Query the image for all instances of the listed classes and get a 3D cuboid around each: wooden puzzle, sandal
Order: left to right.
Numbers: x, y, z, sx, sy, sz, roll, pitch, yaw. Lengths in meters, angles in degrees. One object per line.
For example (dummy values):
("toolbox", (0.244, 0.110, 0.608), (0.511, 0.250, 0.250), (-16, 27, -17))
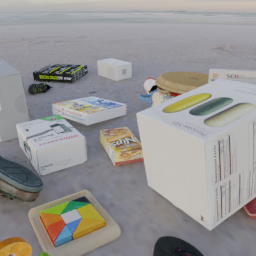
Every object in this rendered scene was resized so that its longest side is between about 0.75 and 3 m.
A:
("wooden puzzle", (-0.991, 1.658, 5.018), (1.278, 0.257, 1.381), (-14, 29, -29))
("sandal", (0.925, 2.150, 3.659), (0.801, 0.510, 2.130), (-6, 26, -12))

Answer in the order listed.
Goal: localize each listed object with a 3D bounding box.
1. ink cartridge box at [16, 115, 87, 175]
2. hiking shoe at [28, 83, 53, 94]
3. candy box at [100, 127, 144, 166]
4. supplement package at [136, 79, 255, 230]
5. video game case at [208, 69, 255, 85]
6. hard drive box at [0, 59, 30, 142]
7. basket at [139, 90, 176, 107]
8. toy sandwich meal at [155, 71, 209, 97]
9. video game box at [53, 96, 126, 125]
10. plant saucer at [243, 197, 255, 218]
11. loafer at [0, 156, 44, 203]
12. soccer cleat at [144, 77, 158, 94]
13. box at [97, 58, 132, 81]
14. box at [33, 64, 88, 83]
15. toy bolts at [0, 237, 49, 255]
("ink cartridge box", (-1.980, 0.362, 7.230), (1.257, 0.724, 1.723), (-16, 29, -31))
("hiking shoe", (-3.772, -1.712, 12.029), (0.566, 0.425, 1.124), (9, 25, 26))
("candy box", (-0.174, 0.449, 7.437), (0.813, 0.389, 1.408), (-8, 25, -18))
("supplement package", (1.740, 0.305, 5.580), (2.387, 1.798, 1.811), (-24, 28, -26))
("video game case", (3.120, -0.652, 7.903), (1.774, 1.946, 0.214), (6, 22, 17))
("hard drive box", (-3.930, -0.964, 8.694), (0.935, 1.898, 2.436), (-17, 29, -31))
("basket", (1.175, -0.947, 9.788), (1.171, 0.924, 1.328), (-7, 29, -26))
("toy sandwich meal", (2.282, -1.267, 9.799), (2.868, 0.982, 2.868), (3, 23, -1))
("video game box", (-1.276, -0.638, 9.492), (1.706, 0.438, 1.872), (14, 21, 36))
("plant saucer", (2.936, 1.190, 5.741), (1.652, 0.303, 1.648), (-11, 25, 1))
("loafer", (-2.826, 1.052, 5.971), (2.612, 0.822, 0.939), (21, 1, 31))
("soccer cleat", (1.792, -1.714, 11.771), (2.239, 0.768, 0.954), (0, 40, -4))
("box", (-0.706, -3.030, 14.423), (1.000, 0.784, 1.608), (-21, 33, -37))
("box", (-3.411, -2.856, 14.410), (2.094, 0.515, 2.168), (7, 25, 9))
("toy bolts", (-1.387, 2.083, 3.318), (1.211, 1.157, 0.840), (-35, 45, -23))
